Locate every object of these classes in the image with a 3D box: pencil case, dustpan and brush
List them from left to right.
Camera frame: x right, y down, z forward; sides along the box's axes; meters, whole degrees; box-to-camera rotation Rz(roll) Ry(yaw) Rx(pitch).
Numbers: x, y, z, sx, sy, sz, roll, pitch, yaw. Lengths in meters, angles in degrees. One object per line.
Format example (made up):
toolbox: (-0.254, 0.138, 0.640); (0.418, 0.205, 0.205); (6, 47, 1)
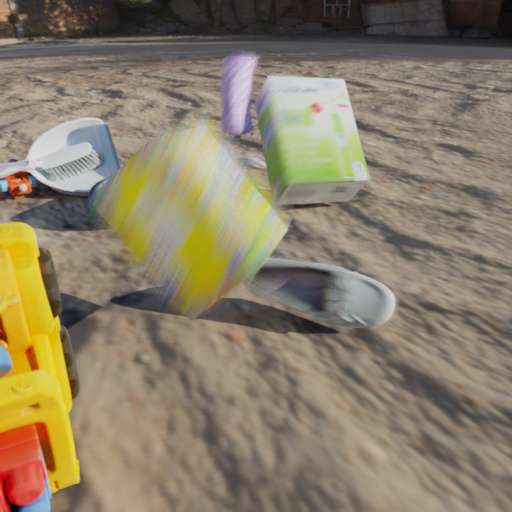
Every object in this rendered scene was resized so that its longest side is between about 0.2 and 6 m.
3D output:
dustpan and brush: (-4.770, -2.103, 12.867); (3.017, 0.863, 2.106); (-19, 69, -5)
pencil case: (-0.383, -3.346, 11.798); (0.708, 1.657, 0.695); (2, 8, 7)

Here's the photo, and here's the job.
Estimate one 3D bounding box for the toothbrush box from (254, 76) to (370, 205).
toothbrush box: (1.133, -2.448, 11.906); (1.816, 1.074, 2.494); (-3, 70, -18)

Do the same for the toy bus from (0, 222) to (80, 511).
toy bus: (-2.413, 1.273, 4.986); (1.673, 2.465, 2.366); (-12, 37, -22)

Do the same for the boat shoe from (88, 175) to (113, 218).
boat shoe: (-2.392, -1.371, 11.919); (1.122, 1.120, 3.101); (13, 19, 34)

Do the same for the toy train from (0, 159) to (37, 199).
toy train: (-5.025, -1.846, 13.343); (2.222, 0.618, 1.669); (-17, 39, -33)

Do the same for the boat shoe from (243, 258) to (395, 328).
boat shoe: (0.798, 0.468, 7.738); (2.191, 0.808, 0.703); (17, -3, 14)

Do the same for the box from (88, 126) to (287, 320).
box: (-0.676, -0.472, 6.530); (1.045, 1.713, 1.650); (-37, 5, 22)
